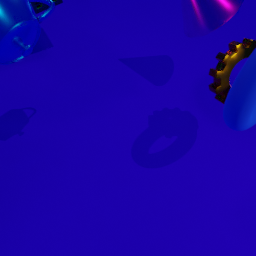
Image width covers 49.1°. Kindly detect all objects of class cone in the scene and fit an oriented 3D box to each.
[{"bbox_3d":[1.582,-3.279,6.519,1.603,1.609,1.603,-32,35,26],"label":"cone"}]

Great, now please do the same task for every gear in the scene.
[{"bbox_3d":[2.219,-1.067,5.518,1.311,1.311,0.242,-17,31,-13],"label":"gear"}]

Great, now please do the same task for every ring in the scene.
[{"bbox_3d":[2.233,-0.824,4.358,2.056,2.056,0.411,-35,60,-25],"label":"ring"}]

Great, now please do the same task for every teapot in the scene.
[{"bbox_3d":[-1.852,-1.393,4.163,0.916,1.164,1.872,43,73,1],"label":"teapot"}]

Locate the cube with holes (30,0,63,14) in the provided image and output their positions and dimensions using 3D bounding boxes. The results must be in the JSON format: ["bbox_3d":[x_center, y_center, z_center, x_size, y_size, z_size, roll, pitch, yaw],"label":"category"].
[{"bbox_3d":[-2.876,-4.190,7.841,1.360,1.360,1.360,-27,60,-8],"label":"cube with holes"}]
